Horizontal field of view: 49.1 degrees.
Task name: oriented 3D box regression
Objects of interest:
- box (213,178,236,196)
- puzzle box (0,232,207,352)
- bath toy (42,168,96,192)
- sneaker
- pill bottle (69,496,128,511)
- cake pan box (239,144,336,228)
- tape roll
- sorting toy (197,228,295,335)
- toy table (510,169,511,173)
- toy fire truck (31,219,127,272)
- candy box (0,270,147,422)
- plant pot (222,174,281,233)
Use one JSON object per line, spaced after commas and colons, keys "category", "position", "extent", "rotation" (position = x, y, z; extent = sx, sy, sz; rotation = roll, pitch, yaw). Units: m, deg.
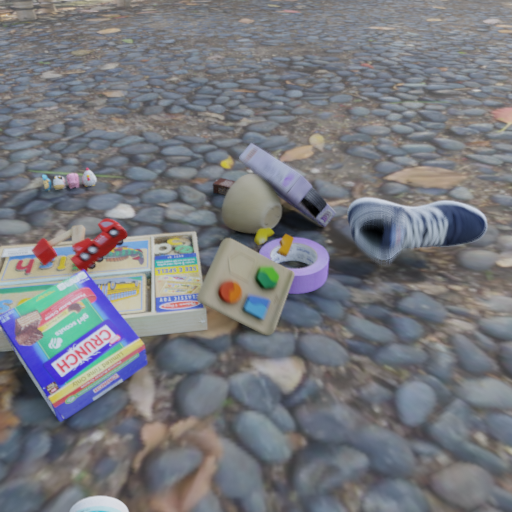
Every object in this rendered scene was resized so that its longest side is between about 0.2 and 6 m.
{"category": "box", "position": [-0.637, -1.627, 13.472], "extent": [0.742, 0.278, 0.371], "rotation": [18, 38, 22]}
{"category": "puzzle box", "position": [-2.873, 0.542, 10.076], "extent": [3.824, 0.486, 2.544], "rotation": [-5, 35, -8]}
{"category": "bath toy", "position": [-4.539, -1.861, 13.658], "extent": [1.226, 0.453, 0.533], "rotation": [-10, 36, -16]}
{"category": "sneaker", "position": [3.064, -0.483, 10.641], "extent": [2.688, 0.942, 1.459], "rotation": [6, 21, 9]}
{"category": "pill bottle", "position": [-1.720, 3.261, 5.915], "extent": [0.677, 0.677, 1.222], "rotation": [-4, 35, -6]}
{"category": "cake pan box", "position": [0.696, -1.493, 12.086], "extent": [0.488, 1.717, 1.865], "rotation": [-52, 48, 3]}
{"category": "tape roll", "position": [0.708, 0.163, 10.679], "extent": [1.319, 0.433, 1.319], "rotation": [0, 33, 0]}
{"category": "sorting toy", "position": [-0.038, 0.251, 9.599], "extent": [1.402, 0.252, 1.882], "rotation": [26, 63, -7]}
{"category": "toy table", "position": [6.779, -2.091, 13.688], "extent": [0.983, 0.904, 0.576], "rotation": [-14, 48, -9]}
{"category": "toy fire truck", "position": [-3.155, -0.229, 10.053], "extent": [1.015, 0.351, 1.440], "rotation": [38, 72, 27]}
{"category": "candy box", "position": [-2.719, 1.273, 8.316], "extent": [1.482, 0.675, 1.753], "rotation": [-32, 61, -25]}
{"category": "plant pot", "position": [0.036, -0.975, 11.654], "extent": [0.842, 1.254, 1.254], "rotation": [30, 44, 33]}
